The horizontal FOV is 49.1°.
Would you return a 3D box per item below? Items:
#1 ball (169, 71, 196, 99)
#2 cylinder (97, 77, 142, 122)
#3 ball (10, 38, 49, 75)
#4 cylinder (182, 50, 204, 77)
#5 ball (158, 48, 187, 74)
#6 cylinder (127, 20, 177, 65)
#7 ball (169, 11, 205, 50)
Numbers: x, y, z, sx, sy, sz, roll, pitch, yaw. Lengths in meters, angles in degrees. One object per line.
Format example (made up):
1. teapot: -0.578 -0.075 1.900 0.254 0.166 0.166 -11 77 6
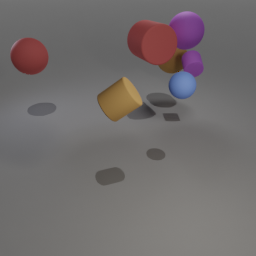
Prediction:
1. ball: 1.392 -1.093 7.182 0.700 0.700 0.700 0 29 0
2. cylinder: -0.172 -0.600 5.915 0.700 0.700 0.700 -32 23 17
3. ball: -3.815 -2.779 10.878 1.400 1.400 1.400 0 29 0
4. cylinder: 2.330 -2.319 10.132 0.700 0.700 0.700 0 51 0
5. ball: 1.964 -3.143 12.496 1.400 1.400 1.400 0 29 0
6. cylinder: 0.856 -3.136 10.212 1.400 1.400 1.400 -11 28 -19
7. ball: 2.251 -3.773 10.889 1.400 1.400 1.400 0 29 0
